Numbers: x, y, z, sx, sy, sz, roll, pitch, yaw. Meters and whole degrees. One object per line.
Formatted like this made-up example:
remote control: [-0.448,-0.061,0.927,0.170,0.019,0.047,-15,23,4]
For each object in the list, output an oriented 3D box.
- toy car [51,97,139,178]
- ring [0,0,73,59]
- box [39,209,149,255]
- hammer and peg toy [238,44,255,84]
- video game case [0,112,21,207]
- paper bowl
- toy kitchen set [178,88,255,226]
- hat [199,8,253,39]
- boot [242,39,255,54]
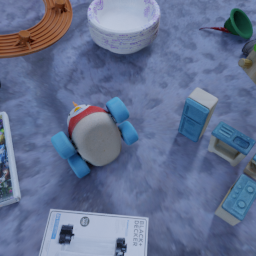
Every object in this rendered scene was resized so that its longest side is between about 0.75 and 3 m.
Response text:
toy car: [-1.067,-0.130,7.128,1.800,1.727,1.953,-34,49,-9]
ring: [-1.955,-1.850,3.978,2.312,0.222,2.312,9,53,-12]
box: [-0.657,2.450,5.850,2.137,0.643,1.246,5,56,3]
hammer and peg toy: [3.598,-1.729,6.202,0.749,2.124,1.562,3,48,-29]
video game case: [-4.158,0.985,7.065,2.479,0.318,2.726,-17,56,-11]
paper bowl: [-0.137,-3.481,9.531,2.395,1.245,2.395,0,56,0]
toy kitchen set: [2.017,0.640,6.597,2.469,1.455,1.978,34,62,21]
hat: [3.672,-3.616,10.323,1.367,1.203,1.132,50,57,-10]
boot: [4.965,-2.659,9.333,1.999,0.698,1.316,-16,55,-14]
